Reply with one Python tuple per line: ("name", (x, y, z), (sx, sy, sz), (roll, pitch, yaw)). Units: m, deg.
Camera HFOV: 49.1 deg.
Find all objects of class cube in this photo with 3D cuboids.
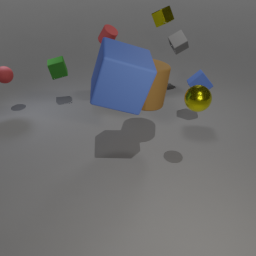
("cube", (-3.098, -2.655, 12.335), (0.700, 0.700, 0.700), (-17, 37, -4))
("cube", (-0.188, -1.424, 7.694), (1.400, 1.400, 1.400), (12, 36, -15))
("cube", (2.387, -4.052, 13.254), (0.700, 0.700, 0.700), (-28, 73, 9))
("cube", (1.717, -5.474, 13.772), (0.700, 0.700, 0.700), (-36, 21, -32))
("cube", (2.847, -1.782, 11.123), (0.700, 0.700, 0.700), (-38, 14, 19))

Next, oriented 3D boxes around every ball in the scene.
("ball", (-5.141, -2.208, 11.649), (0.700, 0.700, 0.700), (0, 30, 0))
("ball", (1.814, -0.767, 7.263), (0.700, 0.700, 0.700), (0, 30, 0))

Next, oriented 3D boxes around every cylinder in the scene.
("cylinder", (-0.902, -4.158, 12.607), (0.700, 0.700, 0.700), (20, 47, -22))
("cylinder", (0.611, -1.480, 9.366), (1.400, 1.400, 1.400), (7, 28, -4))
